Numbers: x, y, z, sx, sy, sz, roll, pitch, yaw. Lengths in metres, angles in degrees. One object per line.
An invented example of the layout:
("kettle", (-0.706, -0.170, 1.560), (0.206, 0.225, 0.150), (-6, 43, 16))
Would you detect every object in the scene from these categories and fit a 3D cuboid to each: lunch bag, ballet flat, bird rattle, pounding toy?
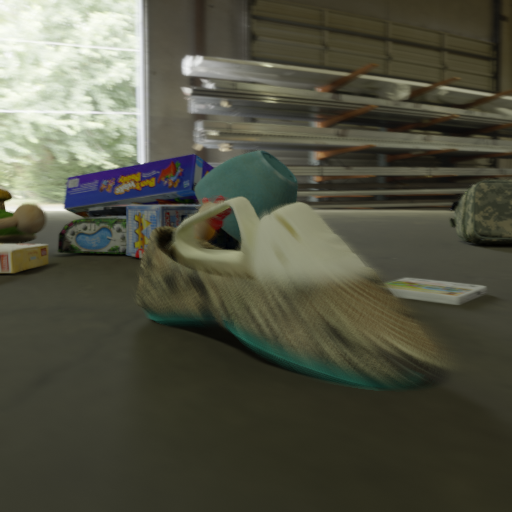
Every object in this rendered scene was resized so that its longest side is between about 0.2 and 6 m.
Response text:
("lunch bag", (5.028, -0.798, 11.391), (1.834, 1.278, 1.538), (1, -8, 6))
("ballet flat", (-0.032, 0.101, 3.619), (0.861, 0.956, 2.539), (-6, 9, -40))
("bird rattle", (-0.614, -0.318, 6.861), (0.584, 1.036, 0.844), (29, -16, 3))
("pounding toy", (-4.543, -0.698, 9.207), (1.721, 1.035, 2.230), (-10, 0, -36))

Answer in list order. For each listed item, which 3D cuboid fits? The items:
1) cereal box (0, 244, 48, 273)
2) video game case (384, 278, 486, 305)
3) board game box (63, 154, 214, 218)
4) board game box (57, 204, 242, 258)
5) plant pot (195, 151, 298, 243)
("cereal box", (-3.794, 0.017, 7.396), (1.706, 0.337, 1.227), (0, 5, -1))
("video game case", (1.701, 0.342, 5.521), (0.860, 0.098, 0.782), (6, 8, 39))
("board game box", (-2.065, -1.167, 11.899), (3.282, 0.735, 2.207), (-5, -16, 29))
("board game box", (-1.826, -0.473, 9.644), (2.750, 0.848, 2.749), (1, 5, 10))
("plant pot", (0.019, -1.089, 9.654), (1.790, 1.206, 1.790), (36, 20, -16))
